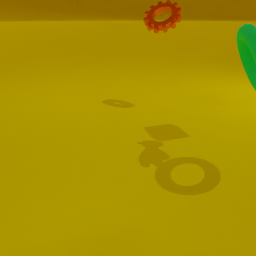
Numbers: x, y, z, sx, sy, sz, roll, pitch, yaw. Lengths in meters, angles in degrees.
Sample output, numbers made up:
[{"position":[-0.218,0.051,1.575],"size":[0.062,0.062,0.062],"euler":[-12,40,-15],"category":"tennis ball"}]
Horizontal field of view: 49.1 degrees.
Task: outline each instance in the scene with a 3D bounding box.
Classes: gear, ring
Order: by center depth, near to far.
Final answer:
[{"position":[2.125,-1.089,4.623],"size":[0.258,1.289,1.289],"euler":[-21,18,15],"category":"ring"},{"position":[1.030,-3.318,8.345],"size":[1.116,0.206,1.116],"euler":[-8,61,16],"category":"gear"}]
